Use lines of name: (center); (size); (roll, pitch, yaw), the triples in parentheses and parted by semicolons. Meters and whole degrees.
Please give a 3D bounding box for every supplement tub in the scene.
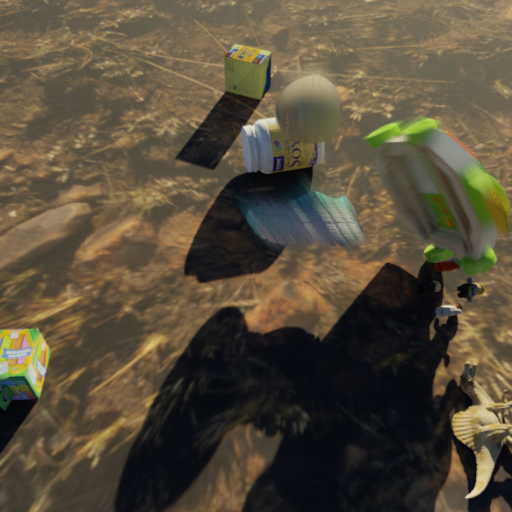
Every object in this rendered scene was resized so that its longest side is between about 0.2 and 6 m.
supplement tub: (0.603, -2.624, 13.178); (1.736, 1.262, 1.262); (-11, 50, -8)

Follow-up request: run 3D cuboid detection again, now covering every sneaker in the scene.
sneaker: (0.935, -0.804, 11.034); (2.242, 0.870, 1.023); (6, 56, -7)

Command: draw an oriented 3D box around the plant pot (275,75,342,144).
plant pot: (0.929, -2.952, 11.518); (1.399, 1.399, 0.939); (35, 38, 27)

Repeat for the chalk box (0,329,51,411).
chalk box: (-4.083, 1.962, 9.488); (0.771, 0.776, 1.244); (-2, 50, -1)

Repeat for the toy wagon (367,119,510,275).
toy wagon: (3.411, -1.061, 10.068); (0.741, 2.906, 3.745); (-33, 16, -7)

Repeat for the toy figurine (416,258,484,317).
toy figurine: (3.649, 0.613, 10.545); (0.678, 0.974, 0.959); (-6, 47, -39)

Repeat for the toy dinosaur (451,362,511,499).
toy dinosaur: (3.785, 2.864, 8.908); (1.267, 0.729, 2.506); (-3, 39, 18)

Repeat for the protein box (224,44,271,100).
protein box: (-0.228, -5.072, 15.440); (1.095, 1.088, 0.739); (18, 51, 15)
